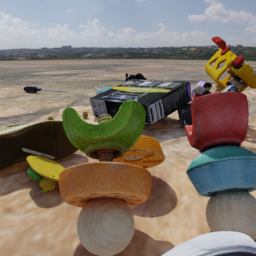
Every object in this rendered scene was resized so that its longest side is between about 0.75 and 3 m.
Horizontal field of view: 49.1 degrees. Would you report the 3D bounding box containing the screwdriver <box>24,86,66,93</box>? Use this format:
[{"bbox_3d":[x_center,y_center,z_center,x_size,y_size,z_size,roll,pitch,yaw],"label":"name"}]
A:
[{"bbox_3d":[-4.567,-2.122,15.363,2.639,0.384,0.368,1,18,18],"label":"screwdriver"}]

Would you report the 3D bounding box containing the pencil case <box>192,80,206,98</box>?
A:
[{"bbox_3d":[3.635,-1.870,13.891,0.793,0.808,1.889,4,18,18],"label":"pencil case"}]

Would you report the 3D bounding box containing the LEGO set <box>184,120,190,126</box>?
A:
[{"bbox_3d":[2.191,0.056,8.629,0.676,0.295,1.041,-16,36,-38],"label":"LEGO set"}]

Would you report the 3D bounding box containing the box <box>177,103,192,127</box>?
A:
[{"bbox_3d":[2.238,-0.495,9.502,0.951,0.544,1.044,-11,16,4],"label":"box"}]

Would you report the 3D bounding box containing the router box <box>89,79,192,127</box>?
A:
[{"bbox_3d":[0.414,-1.024,10.043,2.300,0.764,2.925,-30,28,-36],"label":"router box"}]

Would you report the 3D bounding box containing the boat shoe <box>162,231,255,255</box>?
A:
[{"bbox_3d":[0.295,1.641,2.349,2.465,0.862,0.817,-7,25,-20],"label":"boat shoe"}]

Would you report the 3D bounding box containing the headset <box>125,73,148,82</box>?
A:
[{"bbox_3d":[0.480,-3.187,18.829,1.204,0.916,1.949,-18,39,-38],"label":"headset"}]

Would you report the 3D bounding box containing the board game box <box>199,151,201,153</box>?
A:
[{"bbox_3d":[2.046,0.054,6.424,0.236,1.048,0.797,32,46,19],"label":"board game box"}]

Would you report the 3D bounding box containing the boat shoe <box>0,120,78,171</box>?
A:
[{"bbox_3d":[-2.362,0.306,6.304,2.813,1.041,0.934,-8,17,-38],"label":"boat shoe"}]

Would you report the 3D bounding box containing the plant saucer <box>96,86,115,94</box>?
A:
[{"bbox_3d":[-0.982,-2.076,15.463,1.616,0.290,1.616,0,17,0],"label":"plant saucer"}]

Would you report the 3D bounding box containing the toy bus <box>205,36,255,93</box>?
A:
[{"bbox_3d":[3.358,-1.642,9.025,2.261,1.238,2.396,52,24,23],"label":"toy bus"}]

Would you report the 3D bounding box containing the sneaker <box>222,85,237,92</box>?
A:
[{"bbox_3d":[2.467,-0.708,7.978,0.560,1.453,0.619,41,1,-40],"label":"sneaker"}]

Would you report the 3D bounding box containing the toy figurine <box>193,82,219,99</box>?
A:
[{"bbox_3d":[3.555,-1.356,11.866,1.410,0.996,1.432,15,22,41],"label":"toy figurine"}]

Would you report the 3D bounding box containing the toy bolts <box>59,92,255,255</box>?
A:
[{"bbox_3d":[0.597,0.882,4.452,2.859,1.983,2.731,-8,-25,8],"label":"toy bolts"}]

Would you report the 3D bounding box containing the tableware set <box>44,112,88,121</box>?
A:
[{"bbox_3d":[-2.145,-0.384,9.981,1.541,0.236,1.038,-12,21,-35],"label":"tableware set"}]

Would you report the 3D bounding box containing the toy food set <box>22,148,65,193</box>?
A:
[{"bbox_3d":[-1.667,0.906,5.537,0.790,0.439,1.344,21,5,-37],"label":"toy food set"}]
